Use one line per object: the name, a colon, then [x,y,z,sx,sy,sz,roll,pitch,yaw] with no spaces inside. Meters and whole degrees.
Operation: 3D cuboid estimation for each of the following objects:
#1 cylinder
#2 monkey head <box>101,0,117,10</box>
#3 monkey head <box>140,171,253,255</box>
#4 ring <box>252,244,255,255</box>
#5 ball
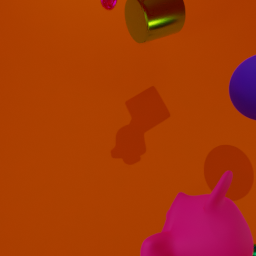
cylinder: [0.537,-2.295,5.716,0.923,0.923,0.923,-22,73,-19]
monkey head: [-0.052,-2.597,4.278,1.041,0.872,1.446,28,88,-27]
monkey head: [0.724,1.189,2.831,0.904,1.079,1.500,-2,94,41]
ring: [1.955,2.384,4.358,1.709,1.709,0.342,14,38,5]
ball: [2.517,-0.744,5.162,1.238,1.238,1.238,0,72,0]
